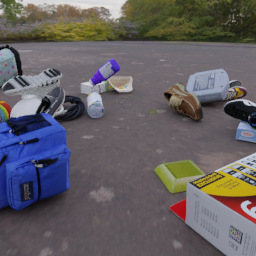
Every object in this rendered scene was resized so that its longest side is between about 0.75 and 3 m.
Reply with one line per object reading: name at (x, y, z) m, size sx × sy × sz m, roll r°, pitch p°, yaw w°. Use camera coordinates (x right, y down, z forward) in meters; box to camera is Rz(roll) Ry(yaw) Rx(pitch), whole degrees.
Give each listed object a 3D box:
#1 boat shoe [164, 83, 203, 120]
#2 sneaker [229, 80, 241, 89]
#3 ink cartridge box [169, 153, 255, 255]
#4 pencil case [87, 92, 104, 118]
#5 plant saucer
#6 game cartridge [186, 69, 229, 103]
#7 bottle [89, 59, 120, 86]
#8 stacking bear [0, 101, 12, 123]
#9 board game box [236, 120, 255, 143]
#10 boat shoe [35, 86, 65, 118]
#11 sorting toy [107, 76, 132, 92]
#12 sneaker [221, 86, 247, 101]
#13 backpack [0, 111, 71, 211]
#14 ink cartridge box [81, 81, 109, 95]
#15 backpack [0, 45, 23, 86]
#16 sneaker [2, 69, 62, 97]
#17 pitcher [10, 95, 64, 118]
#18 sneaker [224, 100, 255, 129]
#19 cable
boat shoe at (2.254, -1.024, 11.753) m, size 0.998 × 1.022 × 2.702 m, roll -21°, pitch 28°, yaw -2°
sneaker at (4.977, -2.300, 15.087) m, size 1.942 × 0.738 × 1.403 m, roll -12°, pitch 27°, yaw -25°
ink cartridge box at (2.369, 1.340, 5.567) m, size 2.415 × 1.012 × 2.120 m, roll -15°, pitch 25°, yaw -31°
pencil case at (-1.390, -0.985, 11.800) m, size 0.675 × 0.737 × 1.625 m, roll -7°, pitch 22°, yaw -7°
plant saucer at (1.384, 1.142, 7.070) m, size 1.139 × 0.273 × 1.141 m, roll -6°, pitch 23°, yaw -15°
game cartridge at (3.874, -2.045, 13.614) m, size 1.977 × 0.616 × 2.968 m, roll -2°, pitch 31°, yaw 21°
bottle at (-1.142, -2.588, 13.371) m, size 1.576 × 0.658 × 0.515 m, roll -36°, pitch 3°, yaw 16°
stacking bear at (-4.726, -0.398, 9.748) m, size 1.338 × 1.253 × 2.203 m, roll -5°, pitch 11°, yaw 0°
board game box at (5.004, -0.060, 9.818) m, size 1.942 × 0.470 × 2.568 m, roll 11°, pitch 25°, yaw 25°
boat shoe at (-2.042, -0.671, 7.349) m, size 0.477 × 0.412 × 1.313 m, roll 2°, pitch 54°, yaw 20°
sorting toy at (-0.374, -2.264, 15.168) m, size 1.427 × 0.762 × 1.285 m, roll -3°, pitch 31°, yaw -19°
sneaker at (4.883, -1.610, 13.644) m, size 1.757 × 0.658 × 0.792 m, roll 0°, pitch 29°, yaw 17°
backpack at (-2.424, 0.764, 6.018) m, size 2.170 × 1.763 × 1.821 m, roll -14°, pitch 31°, yaw -33°
ink cartridge box at (-1.793, -2.192, 15.111) m, size 0.903 × 0.521 × 1.241 m, roll 17°, pitch 27°, yaw 37°
backpack at (-7.570, -3.420, 16.155) m, size 1.744 × 2.299 × 2.756 m, roll 21°, pitch 35°, yaw 33°
sneaker at (-3.299, -1.422, 9.853) m, size 2.119 × 0.859 × 0.796 m, roll -22°, pitch 53°, yaw -35°
pitcher at (-3.213, -0.526, 10.015) m, size 1.645 × 1.162 × 1.917 m, roll 11°, pitch 31°, yaw -11°
sneaker at (3.961, -0.462, 9.279) m, size 1.867 × 0.682 × 1.045 m, roll 17°, pitch 26°, yaw 36°
cable at (-2.984, -1.052, 11.819) m, size 2.116 × 0.659 × 2.594 m, roll -11°, pitch 29°, yaw -20°
